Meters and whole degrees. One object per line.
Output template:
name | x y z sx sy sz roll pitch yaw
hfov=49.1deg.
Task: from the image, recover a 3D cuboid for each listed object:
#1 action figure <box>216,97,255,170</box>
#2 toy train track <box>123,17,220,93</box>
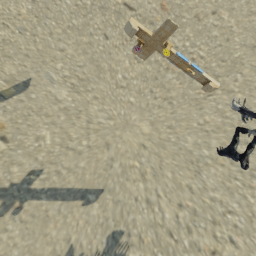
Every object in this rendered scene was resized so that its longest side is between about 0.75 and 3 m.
action figure | 2.636 -0.212 5.597 1.251 2.104 1.074 17 31 -23
toy train track | 0.978 -1.497 6.291 2.561 1.469 0.417 32 63 -14
